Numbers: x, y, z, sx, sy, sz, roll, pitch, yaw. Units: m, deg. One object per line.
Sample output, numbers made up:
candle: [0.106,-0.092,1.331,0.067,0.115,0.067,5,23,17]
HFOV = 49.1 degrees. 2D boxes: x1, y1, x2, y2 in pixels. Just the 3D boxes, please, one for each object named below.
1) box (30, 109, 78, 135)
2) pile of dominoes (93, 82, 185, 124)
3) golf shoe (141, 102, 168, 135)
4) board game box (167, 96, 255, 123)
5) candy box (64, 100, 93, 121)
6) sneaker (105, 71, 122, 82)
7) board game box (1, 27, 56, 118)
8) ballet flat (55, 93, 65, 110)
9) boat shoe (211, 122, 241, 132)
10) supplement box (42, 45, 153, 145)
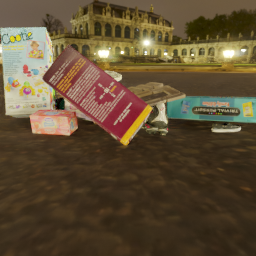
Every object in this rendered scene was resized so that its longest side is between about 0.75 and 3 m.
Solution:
box: [-1.949,-0.161,7.398,1.084,0.513,0.556,3,23,14]
pile of dominoes: [0.125,-0.691,7.599,2.332,0.371,1.818,-15,25,-11]
golf shoe: [0.629,-0.323,7.458,0.695,0.792,1.799,3,7,-17]
board game box: [2.847,-0.604,8.428,2.806,0.659,2.119,5,9,27]
candy box: [-0.882,-0.743,9.205,1.621,0.691,1.932,12,16,21]
sneaker: [-1.038,-1.621,11.780,0.933,1.051,2.488,20,34,16]
board game box: [-3.044,-1.654,8.764,1.332,2.540,1.308,-3,-1,-7]
ballet flat: [-2.643,-1.061,10.299,2.127,0.724,0.715,-4,53,-43]
boat shoe: [2.673,-0.036,7.578,0.853,0.241,0.293,-3,14,-13]
supplement box: [-0.534,-0.546,5.245,1.864,0.799,1.029,38,-4,3]
